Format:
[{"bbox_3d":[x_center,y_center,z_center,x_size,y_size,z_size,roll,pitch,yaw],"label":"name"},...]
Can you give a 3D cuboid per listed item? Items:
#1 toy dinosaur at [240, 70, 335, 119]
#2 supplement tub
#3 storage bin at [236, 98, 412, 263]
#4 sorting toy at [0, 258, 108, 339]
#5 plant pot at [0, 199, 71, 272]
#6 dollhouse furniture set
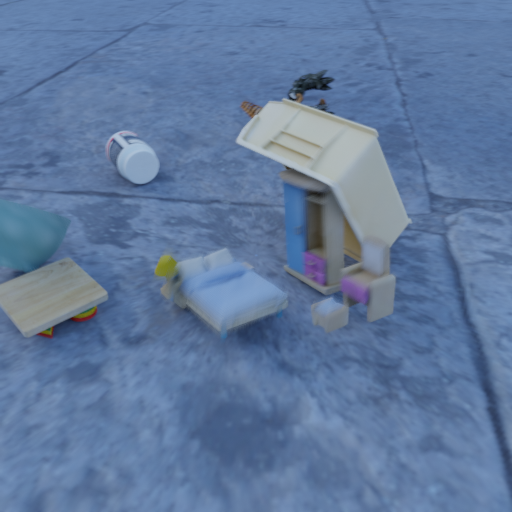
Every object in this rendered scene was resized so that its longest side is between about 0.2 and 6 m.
[{"bbox_3d":[0.961,-3.360,13.414,3.031,1.548,2.057,35,60,11],"label":"toy dinosaur"},{"bbox_3d":[-2.635,-2.092,11.922,0.833,0.833,1.187,-18,38,-24],"label":"supplement tub"},{"bbox_3d":[1.095,-1.187,9.073,1.079,2.303,2.286,-50,49,-9],"label":"storage bin"},{"bbox_3d":[-2.999,0.684,8.198,1.248,0.434,1.240,-27,43,-34],"label":"sorting toy"},{"bbox_3d":[-3.799,-0.285,8.858,1.463,0.980,1.463,13,-5,1],"label":"plant pot"},{"bbox_3d":[0.119,-0.002,7.702,2.571,1.678,2.428,-17,25,-25],"label":"dollhouse furniture set"}]
